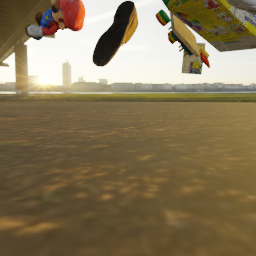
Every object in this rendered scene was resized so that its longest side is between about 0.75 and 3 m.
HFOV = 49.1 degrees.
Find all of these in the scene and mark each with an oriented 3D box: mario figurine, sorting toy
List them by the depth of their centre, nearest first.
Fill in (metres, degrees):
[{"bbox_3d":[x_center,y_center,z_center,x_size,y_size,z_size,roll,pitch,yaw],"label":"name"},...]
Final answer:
[{"bbox_3d":[-2.204,-3.366,8.174,2.294,1.416,1.216,-1,0,41],"label":"mario figurine"},{"bbox_3d":[1.643,-2.714,8.484,2.496,1.203,0.422,36,-52,-29],"label":"sorting toy"}]

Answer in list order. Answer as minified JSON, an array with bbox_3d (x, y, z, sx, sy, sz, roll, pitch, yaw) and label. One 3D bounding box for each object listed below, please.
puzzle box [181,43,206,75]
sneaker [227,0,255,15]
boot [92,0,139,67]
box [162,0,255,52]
[{"bbox_3d":[2.443,-2.611,10.530,0.785,1.180,0.150,5,18,2],"label":"puzzle box"},{"bbox_3d":[2.275,-2.380,4.722,1.454,0.827,0.549,1,25,-33],"label":"sneaker"},{"bbox_3d":[-0.327,-3.158,10.030,0.987,2.681,1.012,22,-14,27],"label":"boot"},{"bbox_3d":[1.978,-2.527,6.273,2.375,0.574,1.393,21,-4,-34],"label":"box"}]
